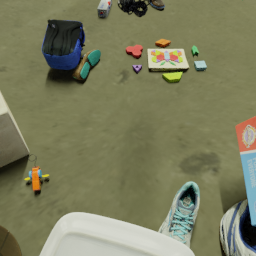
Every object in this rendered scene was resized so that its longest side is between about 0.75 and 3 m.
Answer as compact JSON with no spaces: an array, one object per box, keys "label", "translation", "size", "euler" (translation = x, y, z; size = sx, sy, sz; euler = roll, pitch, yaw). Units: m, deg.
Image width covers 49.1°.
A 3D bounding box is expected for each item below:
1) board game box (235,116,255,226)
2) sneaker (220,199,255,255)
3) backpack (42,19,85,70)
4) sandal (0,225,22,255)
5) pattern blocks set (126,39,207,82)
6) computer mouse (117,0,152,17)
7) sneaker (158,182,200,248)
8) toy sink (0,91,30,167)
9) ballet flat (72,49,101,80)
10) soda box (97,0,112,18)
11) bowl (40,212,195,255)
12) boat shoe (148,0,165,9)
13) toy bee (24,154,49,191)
[{"label":"board game box","translation":[3.295,1.130,5.492],"size":[2.610,0.526,1.997],"euler":[22,53,-26]},{"label":"sneaker","translation":[2.300,2.614,4.847],"size":[1.060,1.241,2.815],"euler":[-4,53,-4]},{"label":"backpack","translation":[-1.972,-2.515,8.866],"size":[1.194,1.233,1.469],"euler":[2,59,7]},{"label":"sandal","translation":[-3.098,2.382,5.347],"size":[2.964,0.809,1.211],"euler":[11,36,27]},{"label":"pattern blocks set","translation":[1.291,-2.319,9.373],"size":[2.420,0.196,2.127],"euler":[-12,53,-10]},{"label":"computer mouse","translation":[0.297,-2.801,5.040],"size":[0.391,1.482,1.027],"euler":[37,27,15]},{"label":"sneaker","translation":[1.050,1.867,5.724],"size":[0.687,0.764,1.770],"euler":[15,53,12]},{"label":"toy sink","translation":[-3.949,0.203,6.449],"size":[2.603,1.697,1.458],"euler":[-26,56,-18]},{"label":"ballet flat","translation":[-1.391,-2.080,9.086],"size":[0.518,0.486,1.433],"euler":[5,54,28]},{"label":"soda box","translation":[-0.926,-4.923,11.312],"size":[0.380,0.353,1.112],"euler":[8,52,6]},{"label":"bowl","translation":[-0.376,2.899,4.492],"size":[2.943,1.099,2.939],"euler":[13,60,11]},{"label":"boat shoe","translation":[1.101,-5.395,11.611],"size":[0.463,0.464,1.282],"euler":[-25,56,-18]},{"label":"toy bee","translation":[-2.130,1.080,6.629],"size":[0.533,0.443,0.814],"euler":[12,77,-1]}]
